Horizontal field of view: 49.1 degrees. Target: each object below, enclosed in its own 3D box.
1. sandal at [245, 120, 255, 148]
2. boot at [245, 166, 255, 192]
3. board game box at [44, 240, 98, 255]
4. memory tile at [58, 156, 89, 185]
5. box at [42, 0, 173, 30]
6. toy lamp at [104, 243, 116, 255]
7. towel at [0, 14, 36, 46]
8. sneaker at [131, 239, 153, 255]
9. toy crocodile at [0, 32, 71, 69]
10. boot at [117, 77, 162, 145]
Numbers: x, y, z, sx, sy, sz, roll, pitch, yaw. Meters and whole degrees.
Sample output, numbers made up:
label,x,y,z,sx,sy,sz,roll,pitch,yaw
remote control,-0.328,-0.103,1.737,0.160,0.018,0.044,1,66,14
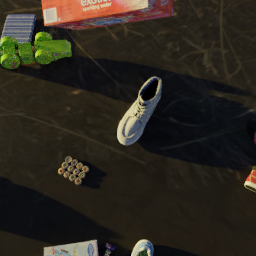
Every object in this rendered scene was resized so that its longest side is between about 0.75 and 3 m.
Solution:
label,x,y,z,sx,sy,sz,roll,pitch,yaw
sandal,4.000,0.403,8.359,0.565,0.339,1.503,-13,69,-5
boot,3.973,1.550,7.888,1.115,0.404,0.804,30,70,15
board game box,-1.368,3.543,6.847,1.347,0.278,1.350,-5,48,-7
memory tile,-1.587,1.232,8.179,0.786,0.066,0.602,28,71,11
box,-0.529,-3.181,6.398,2.840,1.344,1.457,3,104,30
toy lamp,-0.664,3.536,7.138,0.322,0.322,1.106,20,68,8
towel,-3.914,-3.441,10.010,1.102,0.182,1.522,1,67,3
sneaker,0.157,3.615,6.913,0.650,0.661,1.716,19,71,6
toy crocodile,-3.289,-2.483,9.316,2.805,0.866,0.947,-10,68,-9
boot,0.337,-0.563,8.367,0.796,1.035,2.165,26,71,10
